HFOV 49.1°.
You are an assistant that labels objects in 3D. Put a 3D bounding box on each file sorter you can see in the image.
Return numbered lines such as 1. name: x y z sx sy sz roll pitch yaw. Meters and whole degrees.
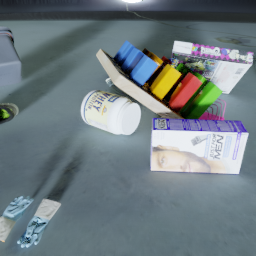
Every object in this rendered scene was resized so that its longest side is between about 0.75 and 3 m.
1. file sorter: 2.356 -0.483 8.400 0.719 0.649 1.035 25 36 38

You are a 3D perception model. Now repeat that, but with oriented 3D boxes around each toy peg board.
1. toy peg board: 0.881 -1.429 7.746 2.920 1.434 2.932 32 14 -27

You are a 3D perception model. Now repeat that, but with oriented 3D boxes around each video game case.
1. video game case: 2.616 -1.970 9.553 2.369 0.468 2.613 10 -11 8

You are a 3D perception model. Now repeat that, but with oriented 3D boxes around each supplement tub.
1. supplement tub: -0.479 -0.429 7.841 1.442 1.045 1.045 19 33 32

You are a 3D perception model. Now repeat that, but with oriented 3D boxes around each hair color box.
1. hair color box: 1.495 0.398 6.212 1.970 1.077 0.639 2 29 5

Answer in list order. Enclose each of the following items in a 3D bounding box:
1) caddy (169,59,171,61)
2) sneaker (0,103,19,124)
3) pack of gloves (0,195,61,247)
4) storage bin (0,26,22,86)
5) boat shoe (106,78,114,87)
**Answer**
1. caddy: 2.096 -2.862 12.939 0.980 0.728 1.386 -3 27 -7
2. sneaker: -4.134 -0.404 8.275 1.667 0.615 0.729 -4 21 -18
3. pack of gloves: -1.784 1.633 4.898 0.853 0.200 1.016 14 34 7
4. storage bin: -5.793 -2.553 11.342 2.897 2.108 1.946 -19 60 -32
5. boat shoe: -0.401 -1.920 11.659 1.116 0.406 0.345 -14 73 -38
